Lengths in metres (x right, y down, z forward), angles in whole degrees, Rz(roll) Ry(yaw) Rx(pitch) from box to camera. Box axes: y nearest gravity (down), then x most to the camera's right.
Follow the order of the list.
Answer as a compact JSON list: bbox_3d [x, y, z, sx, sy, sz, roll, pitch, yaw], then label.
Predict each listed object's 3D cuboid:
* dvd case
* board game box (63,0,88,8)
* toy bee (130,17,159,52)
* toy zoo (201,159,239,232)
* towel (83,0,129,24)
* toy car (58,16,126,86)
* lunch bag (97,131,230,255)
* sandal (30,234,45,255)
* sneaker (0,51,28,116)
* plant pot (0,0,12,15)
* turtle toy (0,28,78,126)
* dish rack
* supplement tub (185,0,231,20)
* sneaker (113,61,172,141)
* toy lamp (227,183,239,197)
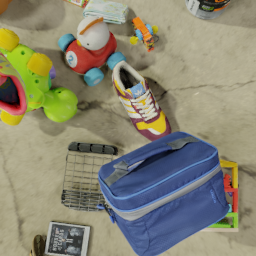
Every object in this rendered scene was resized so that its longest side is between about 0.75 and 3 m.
[{"bbox_3d":[-1.661,3.091,7.742,1.144,0.141,0.859,7,78,1],"label":"dvd case"},{"bbox_3d":[-1.763,-4.295,9.265,0.857,0.128,0.409,23,80,2],"label":"board game box"},{"bbox_3d":[0.518,-2.771,8.721,0.933,0.775,1.426,-10,55,11],"label":"toy bee"},{"bbox_3d":[2.226,1.696,7.628,1.456,0.227,2.219,-1,93,7],"label":"toy zoo"},{"bbox_3d":[-0.655,-3.648,8.772,1.311,0.316,1.122,12,41,0],"label":"towel"},{"bbox_3d":[-1.111,-2.470,7.988,1.659,1.876,1.729,-36,80,-7],"label":"toy car"},{"bbox_3d":[0.526,1.039,5.105,2.269,1.542,1.501,-23,109,-16],"label":"lunch bag"},{"bbox_3d":[-2.477,3.472,7.570,0.297,0.441,1.099,-10,82,20],"label":"sandal"},{"bbox_3d":[-2.867,-1.265,5.458,1.110,2.841,1.283,-40,49,-2],"label":"sneaker"},{"bbox_3d":[-4.114,-4.657,8.475,2.086,2.086,1.460,41,65,8],"label":"plant pot"},{"bbox_3d":[-2.788,-1.198,7.899,2.981,1.507,2.173,36,104,4],"label":"turtle toy"},{"bbox_3d":[-1.116,1.356,7.929,1.477,0.525,1.926,5,80,2],"label":"dish rack"},{"bbox_3d":[2.573,-4.400,8.142,1.428,2.331,1.428,0,78,0],"label":"supplement tub"},{"bbox_3d":[0.353,-0.696,7.980,0.977,1.175,2.607,-36,81,-7],"label":"sneaker"},{"bbox_3d":[2.273,1.341,7.932,1.674,0.487,0.487,31,80,7],"label":"toy lamp"}]
